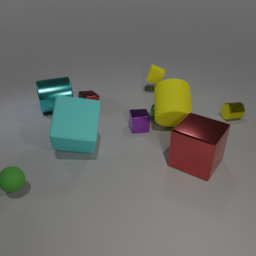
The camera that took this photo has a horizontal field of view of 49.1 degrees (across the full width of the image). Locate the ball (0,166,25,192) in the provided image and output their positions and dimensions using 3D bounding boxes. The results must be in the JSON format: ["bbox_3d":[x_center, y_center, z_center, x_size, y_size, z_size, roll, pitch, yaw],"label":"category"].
[{"bbox_3d":[-3.160,1.392,7.603,0.700,0.700,0.700,0,31,0],"label":"ball"}]

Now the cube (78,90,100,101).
[{"bbox_3d":[-1.751,-1.204,12.424,0.700,0.700,0.700,-10,33,-34],"label":"cube"}]

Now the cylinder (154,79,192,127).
[{"bbox_3d":[1.719,-0.942,10.799,1.400,1.400,1.400,1,66,2],"label":"cylinder"}]

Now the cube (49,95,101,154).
[{"bbox_3d":[-1.707,-0.075,9.166,1.400,1.400,1.400,7,69,-8],"label":"cube"}]

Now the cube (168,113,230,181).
[{"bbox_3d":[2.249,0.549,8.950,1.400,1.400,1.400,20,37,29],"label":"cube"}]

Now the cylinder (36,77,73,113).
[{"bbox_3d":[-3.168,-1.449,12.185,1.400,1.400,1.400,-11,33,-15],"label":"cylinder"}]

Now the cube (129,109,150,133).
[{"bbox_3d":[0.442,-0.280,10.990,0.700,0.700,0.700,-4,31,-9],"label":"cube"}]

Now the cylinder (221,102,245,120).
[{"bbox_3d":[4.382,-0.718,11.713,0.700,0.700,0.700,-5,32,-12],"label":"cylinder"}]

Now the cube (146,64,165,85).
[{"bbox_3d":[1.369,-2.626,13.882,0.700,0.700,0.700,21,29,-6],"label":"cube"}]

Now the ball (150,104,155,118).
[{"bbox_3d":[1.290,-0.734,11.780,0.700,0.700,0.700,0,31,0],"label":"ball"}]
